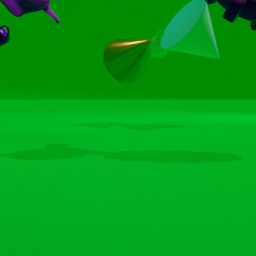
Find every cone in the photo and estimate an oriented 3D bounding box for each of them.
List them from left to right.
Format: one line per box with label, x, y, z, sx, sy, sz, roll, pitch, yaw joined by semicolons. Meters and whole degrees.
cone;0.259;-2.239;8.202;1.482;1.482;1.487;-4;-9;-30
cone;2.071;-2.445;7.933;1.635;1.629;1.629;33;-8;-25

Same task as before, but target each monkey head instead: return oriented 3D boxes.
monkey head;-1.605;-2.256;4.380;0.842;1.398;1.006;-21;23;-4
monkey head;0.853;-2.484;8.566;0.736;0.616;1.023;-24;-13;-19

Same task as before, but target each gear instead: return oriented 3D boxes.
gear;1.887;-2.184;4.052;1.685;1.685;0.312;-1;-21;-5

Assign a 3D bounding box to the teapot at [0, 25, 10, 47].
teapot;-4.070;-2.741;8.438;1.347;0.659;0.837;-15;26;23
